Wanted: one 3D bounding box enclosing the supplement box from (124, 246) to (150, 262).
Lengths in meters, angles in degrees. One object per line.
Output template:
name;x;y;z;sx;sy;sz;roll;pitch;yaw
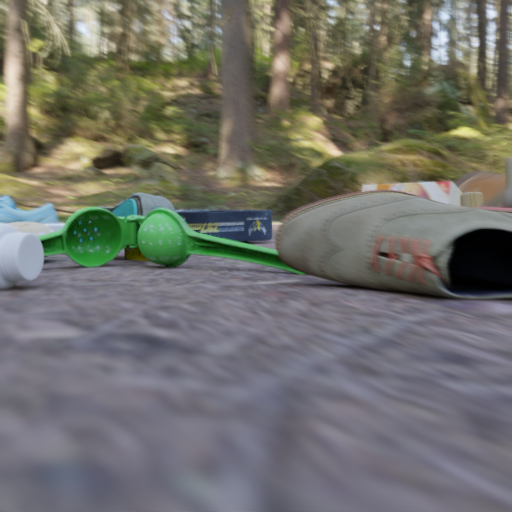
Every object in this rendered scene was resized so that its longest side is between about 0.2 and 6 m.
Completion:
supplement box;-1.534;-0.123;7.952;0.677;0.371;0.369;3;6;43

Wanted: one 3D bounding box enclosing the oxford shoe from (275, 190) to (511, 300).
oxford shoe;1.252;-0.091;4.509;2.428;0.855;0.908;0;10;19

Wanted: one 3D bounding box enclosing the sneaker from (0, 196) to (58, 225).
sneaker;-5.503;-0.747;11.796;2.553;1.046;0.944;-2;3;-22

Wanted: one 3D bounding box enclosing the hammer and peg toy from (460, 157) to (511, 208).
hammer and peg toy;3.315;-0.463;5.697;1.954;0.937;2.657;0;-9;1

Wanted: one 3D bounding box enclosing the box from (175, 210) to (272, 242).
box;-1.465;-0.649;12.429;2.930;0.747;2.310;-4;6;-37

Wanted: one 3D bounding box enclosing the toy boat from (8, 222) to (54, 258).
toy boat;-3.341;-0.144;7.428;1.354;0.629;1.138;8;9;5

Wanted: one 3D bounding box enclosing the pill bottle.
pill bottle;-2.418;0.004;4.828;1.053;0.575;0.575;0;4;10

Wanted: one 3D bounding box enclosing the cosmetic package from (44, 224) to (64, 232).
cosmetic package;-3.515;-0.342;10.166;0.685;0.481;1.351;-1;5;-18

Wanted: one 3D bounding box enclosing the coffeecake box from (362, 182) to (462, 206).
coffeecake box;2.085;-0.468;7.769;1.304;1.001;0.477;3;-12;39

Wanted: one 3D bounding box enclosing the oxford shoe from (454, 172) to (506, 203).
oxford shoe;4.787;-0.523;8.143;3.692;1.317;1.316;0;15;-1

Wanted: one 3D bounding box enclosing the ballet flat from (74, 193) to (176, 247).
ballet flat;-1.917;-0.381;8.007;0.719;0.761;2.257;1;-7;-41

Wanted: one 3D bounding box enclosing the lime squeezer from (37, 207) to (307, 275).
lime squeezer;-1.449;-0.178;6.395;4.025;0.759;1.421;1;4;-4
